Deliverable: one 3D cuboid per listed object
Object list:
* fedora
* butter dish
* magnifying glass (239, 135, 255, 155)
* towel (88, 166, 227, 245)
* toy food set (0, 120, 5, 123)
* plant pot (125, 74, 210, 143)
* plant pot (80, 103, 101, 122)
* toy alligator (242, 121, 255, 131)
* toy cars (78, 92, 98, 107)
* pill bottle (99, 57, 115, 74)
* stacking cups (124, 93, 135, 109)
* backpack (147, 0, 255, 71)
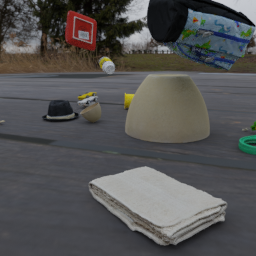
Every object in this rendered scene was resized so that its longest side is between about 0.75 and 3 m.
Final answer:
[{"bbox_3d":[-2.830,-0.783,11.767,1.640,0.749,1.640,0,15,0],"label":"fedora"},{"bbox_3d":[-2.091,-3.899,11.601,1.368,1.364,1.011,6,-5,-39],"label":"butter dish"},{"bbox_3d":[4.173,0.350,8.377,1.069,0.301,2.687,12,20,40],"label":"magnifying glass"},{"bbox_3d":[0.433,1.206,4.784,1.418,0.369,2.140,-8,16,-35],"label":"towel"},{"bbox_3d":[-5.246,-0.208,10.769,0.935,0.188,0.646,15,27,29],"label":"toy food set"},{"bbox_3d":[1.347,-0.834,9.565,2.905,1.950,2.905,0,14,0],"label":"plant pot"},{"bbox_3d":[-1.379,-0.551,11.032,0.831,0.558,0.831,-26,17,9],"label":"plant pot"},{"bbox_3d":[4.364,-0.093,9.303,0.388,0.355,1.309,-15,8,-34],"label":"toy alligator"},{"bbox_3d":[-2.121,-1.446,14.942,1.064,0.525,2.373,-10,19,-7],"label":"toy cars"},{"bbox_3d":[-0.837,-2.512,11.327,0.510,0.510,0.908,-5,31,-19],"label":"pill bottle"},{"bbox_3d":[1.142,-1.346,13.833,2.635,0.797,0.797,-1,14,-1],"label":"stacking cups"},{"bbox_3d":[2.067,-2.686,7.755,2.725,2.095,2.223,-5,28,-12],"label":"backpack"}]
